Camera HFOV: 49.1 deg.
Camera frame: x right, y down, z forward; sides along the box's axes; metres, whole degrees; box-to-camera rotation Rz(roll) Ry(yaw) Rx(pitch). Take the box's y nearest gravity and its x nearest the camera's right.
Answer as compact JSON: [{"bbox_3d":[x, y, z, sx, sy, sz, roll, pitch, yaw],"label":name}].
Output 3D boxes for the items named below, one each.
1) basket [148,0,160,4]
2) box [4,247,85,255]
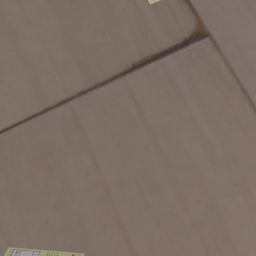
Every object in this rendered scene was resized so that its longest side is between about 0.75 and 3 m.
[{"bbox_3d":[0.727,-2.714,4.967,0.643,0.948,0.585,-44,118,-21],"label":"basket"},{"bbox_3d":[-1.038,1.997,3.484,0.988,0.478,0.869,4,121,2],"label":"box"}]
